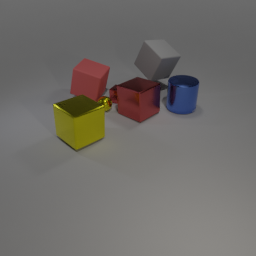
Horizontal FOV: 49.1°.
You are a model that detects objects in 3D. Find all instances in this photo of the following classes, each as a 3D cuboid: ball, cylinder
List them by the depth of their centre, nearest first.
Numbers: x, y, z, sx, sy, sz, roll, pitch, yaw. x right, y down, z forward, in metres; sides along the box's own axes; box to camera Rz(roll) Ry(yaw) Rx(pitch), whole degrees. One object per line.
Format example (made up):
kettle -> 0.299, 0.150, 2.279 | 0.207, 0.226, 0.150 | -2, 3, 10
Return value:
ball -> -1.077, -1.134, 12.985 | 0.700, 0.700, 0.700 | 0, 32, 0
cylinder -> 2.520, -1.563, 12.994 | 1.400, 1.400, 1.400 | 0, 32, 0

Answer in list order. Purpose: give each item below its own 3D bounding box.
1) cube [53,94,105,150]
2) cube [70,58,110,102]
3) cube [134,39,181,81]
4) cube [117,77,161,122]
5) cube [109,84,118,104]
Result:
cube -> -1.847, -0.268, 10.714 | 1.400, 1.400, 1.400 | -25, 41, -37
cube -> -1.855, -2.352, 13.739 | 1.400, 1.400, 1.400 | 20, 38, 4
cube -> 1.428, -3.345, 13.772 | 1.400, 1.400, 1.400 | -17, 59, -38
cube -> 0.483, -1.312, 12.544 | 1.400, 1.400, 1.400 | 24, 39, 37
cube -> -0.456, -1.656, 13.816 | 0.700, 0.700, 0.700 | 13, 35, 20
